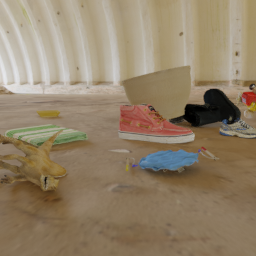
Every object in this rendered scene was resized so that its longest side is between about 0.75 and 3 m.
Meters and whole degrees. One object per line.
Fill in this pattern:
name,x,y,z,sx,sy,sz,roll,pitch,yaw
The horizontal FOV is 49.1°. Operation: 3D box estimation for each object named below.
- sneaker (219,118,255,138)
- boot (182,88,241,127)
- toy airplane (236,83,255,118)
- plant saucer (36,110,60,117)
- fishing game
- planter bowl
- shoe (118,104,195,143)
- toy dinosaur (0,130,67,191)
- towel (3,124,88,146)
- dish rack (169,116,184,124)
sneaker,3.885,-0.011,9.590,1.476,0.629,0.569,6,11,31
boot,3.413,-0.991,12.599,2.220,1.009,2.642,-4,33,-15
toy airplane,6.435,-1.095,13.946,2.146,1.521,2.156,36,18,6
plant saucer,-4.478,-0.798,15.718,1.203,0.292,1.203,-4,9,-22
fishing game,0.886,0.736,6.026,1.900,0.295,1.360,-8,9,-2
planter bowl,1.335,-1.326,11.710,2.887,1.943,2.887,-12,8,2
shoe,0.861,-0.190,9.009,2.528,1.150,0.903,4,10,22
toy dinosaur,-1.951,0.667,5.654,1.443,0.830,2.853,14,12,-17
towel,-2.764,0.229,9.257,2.473,0.289,1.886,10,14,44
dish rack,1.827,-0.818,13.482,1.721,0.470,1.320,29,21,27
